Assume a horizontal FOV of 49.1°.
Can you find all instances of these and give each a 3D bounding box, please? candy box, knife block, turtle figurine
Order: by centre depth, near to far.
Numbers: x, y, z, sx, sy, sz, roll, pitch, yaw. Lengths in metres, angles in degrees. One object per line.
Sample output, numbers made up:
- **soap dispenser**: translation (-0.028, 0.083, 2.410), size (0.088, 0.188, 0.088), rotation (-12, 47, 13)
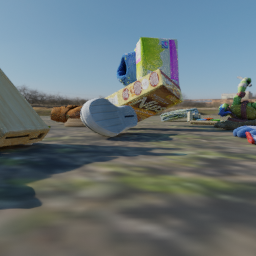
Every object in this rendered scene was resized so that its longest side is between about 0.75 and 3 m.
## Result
- **knife block**: translation (-2.652, -0.989, 4.296), size (2.844, 2.496, 0.910), rotation (1, 4, 23)
- **candy box**: translation (0.403, -0.819, 8.504), size (2.187, 0.605, 1.262), rotation (-24, -30, 30)
- **turtle figurine**: translation (4.602, -0.909, 9.821), size (2.383, 1.768, 2.457), rotation (11, 16, 44)

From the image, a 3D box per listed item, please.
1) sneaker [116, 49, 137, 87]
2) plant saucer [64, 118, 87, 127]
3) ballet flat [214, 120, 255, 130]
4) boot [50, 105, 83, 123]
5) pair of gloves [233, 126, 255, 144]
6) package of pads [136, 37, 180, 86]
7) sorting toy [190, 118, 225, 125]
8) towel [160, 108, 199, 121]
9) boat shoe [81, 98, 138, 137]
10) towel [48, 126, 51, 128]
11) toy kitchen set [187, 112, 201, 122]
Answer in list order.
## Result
- **sneaker**: translation (0.216, -1.674, 10.581), size (1.492, 2.841, 1.076), rotation (-16, 33, -21)
- **plant saucer**: translation (-1.401, -0.217, 10.722), size (2.045, 0.301, 2.045), rotation (1, 2, 0)
- **ballet flat**: translation (3.372, -0.139, 8.200), size (1.669, 0.387, 0.562), rotation (0, 3, 9)
- **boot**: translation (-2.407, -0.707, 13.112), size (2.105, 1.002, 2.721), rotation (0, 3, -4)
- **pair of gloves**: translation (2.906, 0.104, 4.979), size (1.808, 0.256, 2.249), rotation (1, 4, 13)
- **package of pads**: translation (0.916, -1.991, 8.879), size (1.313, 1.699, 0.579), rotation (-1, -6, -14)
- **sorting toy**: translation (3.914, -0.286, 12.069), size (2.032, 0.272, 1.514), rotation (3, 4, 44)
- **towel**: translation (3.074, -0.790, 16.651), size (1.794, 0.505, 2.096), rotation (-10, -3, 29)
- **boat shoe**: translation (-0.486, -0.118, 6.085), size (0.727, 0.800, 2.176), rotation (-20, -11, 22)
- **towel**: translation (-3.061, -0.036, 9.145), size (0.971, 0.088, 0.418), rotation (-2, 4, -36)
- **toy kitchen set**: translation (3.550, -0.502, 15.588), size (0.908, 0.535, 0.727), rotation (10, -14, -25)
